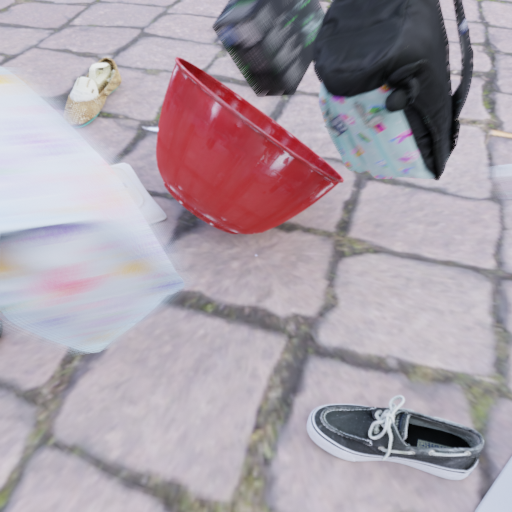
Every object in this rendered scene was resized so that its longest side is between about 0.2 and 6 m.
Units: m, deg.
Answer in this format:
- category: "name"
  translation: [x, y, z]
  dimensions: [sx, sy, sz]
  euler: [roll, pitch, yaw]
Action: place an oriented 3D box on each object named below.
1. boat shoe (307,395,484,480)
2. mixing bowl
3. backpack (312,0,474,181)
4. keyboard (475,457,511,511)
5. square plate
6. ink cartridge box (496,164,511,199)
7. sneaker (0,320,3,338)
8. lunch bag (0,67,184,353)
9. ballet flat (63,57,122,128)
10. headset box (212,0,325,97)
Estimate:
- category: "boat shoe"
  translation: [1.644, 2.124, 6.752]
  dimensions: [2.054, 0.701, 0.758]
  euler: [14, 44, 15]
- category: "mixing bowl"
  translation: [-0.393, -1.559, 9.477]
  dimensions: [3.394, 1.838, 3.394]
  euler: [33, 15, -10]
- category: "backpack"
  translation: [1.796, -2.214, 7.442]
  dimensions: [1.700, 2.686, 2.242]
  euler: [13, 68, 34]
- category: "keyboard"
  translation: [3.531, 2.581, 6.705]
  dimensions: [0.854, 0.162, 3.033]
  euler: [29, 50, 35]
- category: "square plate"
  translation: [-3.042, -1.030, 10.512]
  dimensions: [2.090, 0.300, 2.110]
  euler: [-21, 47, -21]
- category: "ink cartridge box"
  translation: [3.680, -0.999, 7.329]
  dimensions: [0.869, 0.706, 0.248]
  euler: [3, 72, 38]
- category: "sneaker"
  translation: [-4.603, 0.237, 8.318]
  dimensions: [0.853, 1.369, 2.554]
  euler: [-23, 47, -24]
- category: "lunch bag"
  translation: [-2.307, -0.461, 5.745]
  dimensions: [1.736, 2.731, 2.316]
  euler: [-37, 67, -3]
- category: "ballet flat"
  translation: [-3.956, -4.000, 13.353]
  dimensions: [0.892, 0.826, 2.529]
  euler: [6, 43, 5]
- category: "headset box"
  translation: [0.322, -3.665, 8.831]
  dimensions: [0.788, 1.479, 1.699]
  euler: [10, 65, 39]
